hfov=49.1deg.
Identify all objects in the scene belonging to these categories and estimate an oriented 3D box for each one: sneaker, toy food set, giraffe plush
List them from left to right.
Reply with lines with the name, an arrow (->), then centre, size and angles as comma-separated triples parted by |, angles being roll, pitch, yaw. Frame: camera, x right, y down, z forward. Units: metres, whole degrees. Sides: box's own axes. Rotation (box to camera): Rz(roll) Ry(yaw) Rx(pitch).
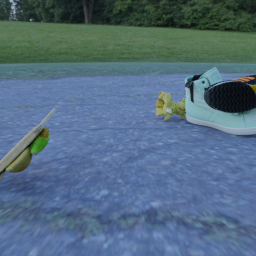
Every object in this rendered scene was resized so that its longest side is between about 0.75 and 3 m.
toy food set -> -1.763, 0.434, 4.684 | 1.691, 0.339, 1.168 | -41, 15, 14
giraffe plush -> 1.478, -0.676, 9.041 | 0.849, 0.904, 1.048 | 1, 30, -25
sneaker -> 2.692, -0.790, 7.615 | 2.737, 1.614, 1.007 | 11, 37, 41
sneaker -> 2.920, -0.920, 7.241 | 2.295, 0.803, 1.033 | -9, 15, -9
